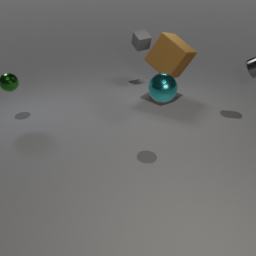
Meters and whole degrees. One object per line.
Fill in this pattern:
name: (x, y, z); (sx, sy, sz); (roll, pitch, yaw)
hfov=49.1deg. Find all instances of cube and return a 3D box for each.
cube: (1.858, -3.119, 12.126); (1.400, 1.400, 1.400); (45, 31, 14)
cube: (0.656, -4.296, 13.734); (0.700, 0.700, 0.700); (-18, 58, -20)

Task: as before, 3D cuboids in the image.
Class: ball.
ball: (-4.499, -1.727, 10.585); (0.700, 0.700, 0.700); (0, 29, 0)
ball: (0.836, -0.967, 6.726); (0.700, 0.700, 0.700); (0, 29, 0)

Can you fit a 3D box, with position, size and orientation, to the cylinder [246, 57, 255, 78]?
cylinder: (4.731, -2.247, 10.043); (0.700, 0.700, 0.700); (-22, 10, 42)
